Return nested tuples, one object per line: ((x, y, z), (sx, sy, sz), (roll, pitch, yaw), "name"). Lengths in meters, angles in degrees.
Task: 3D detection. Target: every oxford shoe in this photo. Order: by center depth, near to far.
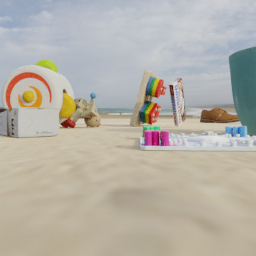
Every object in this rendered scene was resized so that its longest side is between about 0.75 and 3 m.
((5.205, -0.719, 15.714), (2.604, 0.928, 0.929), (5, 4, 45), "oxford shoe")

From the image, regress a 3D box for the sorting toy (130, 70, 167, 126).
((0.880, -1.024, 10.637), (0.700, 2.012, 1.999), (18, 8, 13), "sorting toy")

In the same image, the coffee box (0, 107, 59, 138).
((-1.930, -0.121, 5.286), (0.746, 0.520, 1.304), (-2, 3, -41), "coffee box")

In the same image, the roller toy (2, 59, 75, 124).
((-2.565, -0.846, 8.049), (1.772, 1.943, 1.358), (-33, -2, 9), "roller toy")

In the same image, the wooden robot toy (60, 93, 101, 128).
((-1.491, -0.312, 9.160), (2.640, 1.163, 1.198), (2, -32, 50), "wooden robot toy")

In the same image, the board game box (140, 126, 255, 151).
((0.988, 0.100, 3.685), (1.654, 0.214, 1.653), (0, 3, 3), "board game box")

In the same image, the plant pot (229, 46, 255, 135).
((2.838, -0.612, 5.162), (1.889, 1.516, 1.889), (0, 2, 0), "plant pot")

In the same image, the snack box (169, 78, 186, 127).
((1.583, -0.801, 8.855), (0.180, 1.477, 0.531), (14, 39, 39), "snack box")
